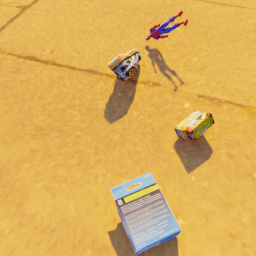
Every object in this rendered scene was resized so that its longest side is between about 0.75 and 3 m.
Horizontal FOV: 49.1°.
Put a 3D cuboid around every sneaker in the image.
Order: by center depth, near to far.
[{"bbox_3d":[0.012,-2.239,10.092,0.816,0.827,2.114,51,35,-4],"label":"sneaker"}]

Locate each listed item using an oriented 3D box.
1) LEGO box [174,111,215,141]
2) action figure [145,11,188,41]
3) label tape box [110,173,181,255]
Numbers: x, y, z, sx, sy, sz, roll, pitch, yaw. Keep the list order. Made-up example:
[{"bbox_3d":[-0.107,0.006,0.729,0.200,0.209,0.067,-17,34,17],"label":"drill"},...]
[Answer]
[{"bbox_3d":[1.990,-0.075,8.388,0.966,0.373,0.719,-38,26,-22],"label":"LEGO box"},{"bbox_3d":[1.388,-3.865,10.976,1.972,0.645,0.510,-11,42,51],"label":"action figure"},{"bbox_3d":[0.381,2.012,6.717,1.128,0.520,1.574,-20,58,-13],"label":"label tape box"}]
